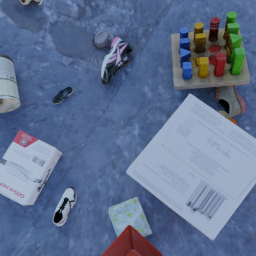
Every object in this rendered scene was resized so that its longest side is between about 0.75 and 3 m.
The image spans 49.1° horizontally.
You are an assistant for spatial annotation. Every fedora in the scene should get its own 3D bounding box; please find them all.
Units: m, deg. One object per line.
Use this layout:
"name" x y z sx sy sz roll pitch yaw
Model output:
"fedora" -1.032 -3.677 11.454 0.932 0.421 0.824 -42 79 -10

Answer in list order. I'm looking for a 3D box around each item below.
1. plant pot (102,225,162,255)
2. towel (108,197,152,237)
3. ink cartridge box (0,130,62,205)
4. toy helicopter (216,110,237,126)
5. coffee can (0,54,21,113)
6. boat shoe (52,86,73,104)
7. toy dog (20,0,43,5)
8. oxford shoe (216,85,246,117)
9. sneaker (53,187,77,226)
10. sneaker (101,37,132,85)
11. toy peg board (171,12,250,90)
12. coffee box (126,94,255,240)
"plant pot" 0.142 4.245 8.655 1.552 1.369 1.553 42 83 0
"towel" 0.048 3.196 9.648 1.158 0.326 1.353 -21 76 -5
"ink cartridge box" -3.569 1.410 9.834 1.562 0.882 2.128 26 76 7
"toy helicopter" 3.034 0.093 10.344 1.168 0.697 1.766 40 91 3
"coffee can" -4.835 -1.642 10.424 1.333 1.333 1.821 -15 75 -4
"boat shoe" -2.557 -1.288 10.861 0.957 0.317 0.358 -33 77 -8
"toy dog" -4.177 -5.583 11.940 0.895 0.625 0.868 -26 112 -9
"oxford shoe" 3.636 -1.412 10.640 0.785 0.740 2.100 -24 76 -12
"sneaker" -2.177 2.707 9.670 0.512 0.556 1.389 16 74 6
"sneaker" -0.416 -2.603 10.969 0.892 0.830 2.066 20 77 4
"toy peg board" 2.958 -2.957 10.294 2.658 1.305 2.669 -3 61 9
"coffee box" 2.026 1.176 8.771 2.873 2.845 2.877 38 85 9
